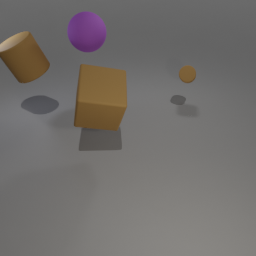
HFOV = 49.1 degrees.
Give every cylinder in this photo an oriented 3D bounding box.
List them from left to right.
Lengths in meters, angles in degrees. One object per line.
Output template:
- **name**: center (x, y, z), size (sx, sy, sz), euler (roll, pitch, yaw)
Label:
- **cylinder**: center (-3.895, -2.639, 10.500), size (1.400, 1.400, 1.400), euler (-16, 40, 14)
- **cylinder**: center (2.538, -2.276, 11.930), size (0.700, 0.700, 0.700), euler (8, 7, 12)

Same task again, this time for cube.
- **cube**: center (-0.866, -0.901, 8.604), size (1.400, 1.400, 1.400), euler (6, 58, -12)

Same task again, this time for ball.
- **ball**: center (-1.480, -3.457, 10.125), size (1.400, 1.400, 1.400), euler (0, 33, 0)
